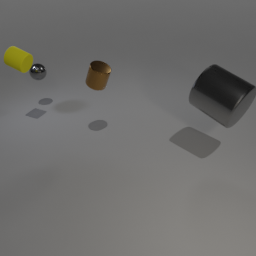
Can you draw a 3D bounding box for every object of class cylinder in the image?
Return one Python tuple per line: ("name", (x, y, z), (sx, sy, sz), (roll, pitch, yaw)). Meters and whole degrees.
("cylinder", (-3.784, -2.367, 9.695), (0.700, 0.700, 0.700), (27, 36, 6))
("cylinder", (-0.963, -1.692, 9.048), (0.700, 0.700, 0.700), (13, 44, -13))
("cylinder", (2.767, -0.939, 8.247), (1.400, 1.400, 1.400), (-27, 54, -37))

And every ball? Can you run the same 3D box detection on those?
("ball", (-3.784, -2.357, 11.774), (0.700, 0.700, 0.700), (0, 31, 0))
